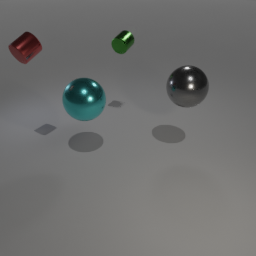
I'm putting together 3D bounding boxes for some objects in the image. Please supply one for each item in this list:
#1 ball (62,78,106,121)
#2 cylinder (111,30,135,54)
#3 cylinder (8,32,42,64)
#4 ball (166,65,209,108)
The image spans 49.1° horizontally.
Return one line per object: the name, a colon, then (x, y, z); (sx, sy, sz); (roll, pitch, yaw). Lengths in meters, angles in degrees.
ball: (-1.406, -0.918, 9.035); (1.400, 1.400, 1.400); (0, 29, 0)
cylinder: (-0.197, -3.419, 11.167); (0.700, 0.700, 0.700); (15, 48, 25)
cylinder: (-3.084, -2.410, 8.439); (0.700, 0.700, 0.700); (21, 60, 33)
ball: (1.983, -1.379, 9.367); (1.400, 1.400, 1.400); (0, 29, 0)
